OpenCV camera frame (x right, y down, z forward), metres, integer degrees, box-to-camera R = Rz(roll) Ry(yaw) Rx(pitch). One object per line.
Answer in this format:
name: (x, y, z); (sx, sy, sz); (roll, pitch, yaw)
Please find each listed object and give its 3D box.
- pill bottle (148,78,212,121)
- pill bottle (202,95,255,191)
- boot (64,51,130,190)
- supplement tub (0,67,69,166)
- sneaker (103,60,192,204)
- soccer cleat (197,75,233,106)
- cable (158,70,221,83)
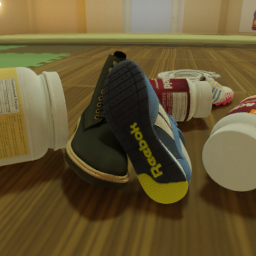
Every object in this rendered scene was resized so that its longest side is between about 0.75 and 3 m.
pill bottle: (1.098, -0.739, 7.407); (2.000, 1.142, 1.142); (-2, 22, -4)
pill bottle: (2.192, 0.188, 5.031); (1.205, 1.205, 2.111); (14, 26, 32)
boot: (-0.338, -0.370, 5.033); (1.084, 1.935, 2.798); (17, 16, -22)
supplement tub: (-2.485, -0.177, 5.150); (2.477, 1.801, 1.801); (-9, 24, -21)
sneaker: (0.338, 0.017, 4.595); (0.865, 2.340, 0.962); (-25, -7, 28)
soccer cleat: (2.608, -1.183, 8.720); (2.291, 0.989, 0.800); (-18, 28, -38)
cable: (2.109, -1.694, 10.395); (1.999, 0.692, 2.000); (-17, 27, -33)
